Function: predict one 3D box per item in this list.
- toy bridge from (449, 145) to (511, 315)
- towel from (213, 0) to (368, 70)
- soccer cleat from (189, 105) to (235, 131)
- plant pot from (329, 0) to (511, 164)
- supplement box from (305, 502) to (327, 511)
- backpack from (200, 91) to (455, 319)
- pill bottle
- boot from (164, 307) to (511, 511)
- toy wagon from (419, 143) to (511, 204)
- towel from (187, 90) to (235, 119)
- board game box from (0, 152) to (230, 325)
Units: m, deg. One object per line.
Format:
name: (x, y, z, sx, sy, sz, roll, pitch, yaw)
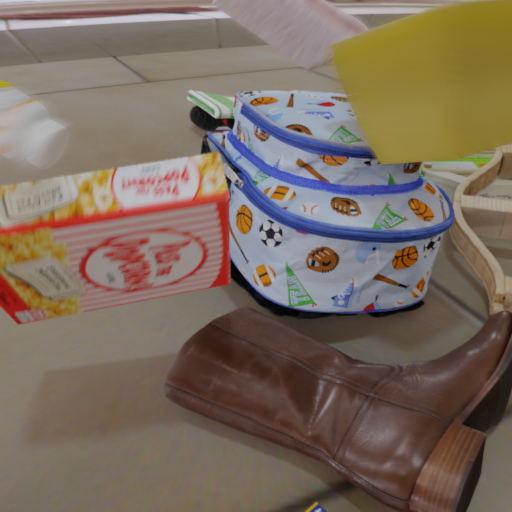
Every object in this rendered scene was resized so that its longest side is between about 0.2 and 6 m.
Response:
toy bridge: (3.859, -0.569, 8.935, 1.441, 0.583, 4.287, 10, 41, 16)
towel: (0.507, -4.118, 9.621, 2.403, 0.405, 2.516, 29, 2, -17)
soccer cleat: (-0.821, -3.583, 14.747, 1.927, 0.657, 0.705, 12, 15, 20)
plant pot: (2.009, -1.818, 6.103, 1.624, 1.433, 1.624, -20, 15, -30)
supplement box: (0.320, 2.539, 4.345, 1.001, 0.548, 0.545, -25, 39, -36)
backpack: (1.039, -0.772, 8.041, 3.636, 2.801, 3.463, -9, 42, -19)
pill bottle: (-1.848, -1.003, 4.129, 0.847, 0.477, 0.477, 30, 35, 1)
boot: (1.035, 1.111, 6.401, 3.393, 1.090, 3.163, 15, 33, 32)
toy wagon: (4.589, -2.182, 12.080, 3.251, 0.829, 4.190, 1, 30, 2)
towel: (-0.253, -3.716, 14.342, 2.594, 0.303, 1.979, 0, 27, -31)
board game box: (-1.393, -0.100, 5.291, 2.272, 1.721, 0.526, -11, 63, -7)
